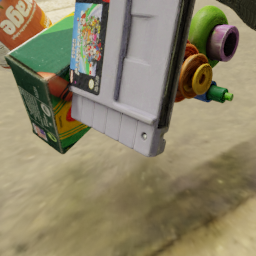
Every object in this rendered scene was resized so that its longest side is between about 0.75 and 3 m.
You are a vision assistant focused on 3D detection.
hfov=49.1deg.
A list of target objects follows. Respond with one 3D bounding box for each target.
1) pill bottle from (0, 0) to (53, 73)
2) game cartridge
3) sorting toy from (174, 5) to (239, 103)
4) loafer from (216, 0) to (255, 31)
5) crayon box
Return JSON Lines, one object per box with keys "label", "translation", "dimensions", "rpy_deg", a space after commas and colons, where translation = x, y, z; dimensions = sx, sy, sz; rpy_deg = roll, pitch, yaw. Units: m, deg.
{"label": "pill bottle", "translation": [-2.084, -1.792, 4.912], "dimensions": [1.278, 2.278, 1.278], "rpy_deg": [-14, 57, 22]}
{"label": "game cartridge", "translation": [-0.053, -0.945, 2.884], "dimensions": [1.410, 2.175, 0.417], "rpy_deg": [22, 23, 35]}
{"label": "sorting toy", "translation": [1.478, -1.198, 5.293], "dimensions": [2.669, 1.604, 1.096], "rpy_deg": [-38, 43, -27]}
{"label": "loafer", "translation": [1.201, -1.326, 2.757], "dimensions": [0.356, 0.384, 1.021], "rpy_deg": [-42, 73, -6]}
{"label": "crayon box", "translation": [-0.421, -1.167, 4.745], "dimensions": [0.757, 1.892, 2.981], "rpy_deg": [33, 61, 15]}
